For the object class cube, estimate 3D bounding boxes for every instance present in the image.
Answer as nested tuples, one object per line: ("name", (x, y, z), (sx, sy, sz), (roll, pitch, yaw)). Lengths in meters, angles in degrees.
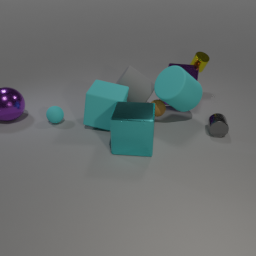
("cube", (-0.853, -0.893, 11.068), (1.400, 1.400, 1.400), (13, 32, 3))
("cube", (0.200, 0.006, 9.711), (1.400, 1.400, 1.400), (3, 29, 6))
("cube", (2.477, -1.996, 12.983), (1.400, 1.400, 1.400), (7, 47, 13))

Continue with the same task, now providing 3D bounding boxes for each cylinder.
("cylinder", (3.350, -3.083, 13.120), (0.700, 0.700, 0.700), (8, 54, -11))
("cylinder", (0.223, -1.713, 12.065), (1.400, 1.400, 1.400), (34, 28, -10))
("cylinder", (1.985, -1.518, 11.008), (1.400, 1.400, 1.400), (25, 6, -45))
("cylinder", (3.420, -0.104, 10.638), (0.700, 0.700, 0.700), (5, 29, 9))

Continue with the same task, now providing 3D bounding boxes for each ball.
("ball", (-2.966, -0.549, 11.393), (0.700, 0.700, 0.700), (0, 29, 0))
("ball", (1.186, -0.809, 11.386), (0.700, 0.700, 0.700), (0, 29, 0))
("ball", (-4.967, -0.975, 11.508), (1.400, 1.400, 1.400), (0, 29, 0))
